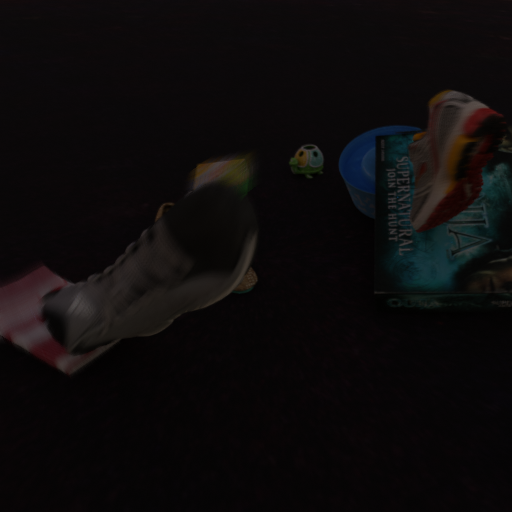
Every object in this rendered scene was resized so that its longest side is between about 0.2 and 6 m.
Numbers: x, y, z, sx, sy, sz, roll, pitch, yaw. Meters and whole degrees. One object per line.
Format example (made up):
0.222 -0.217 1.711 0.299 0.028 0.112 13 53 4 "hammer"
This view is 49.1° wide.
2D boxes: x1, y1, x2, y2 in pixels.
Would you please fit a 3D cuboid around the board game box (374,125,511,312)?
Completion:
3.468 -0.797 9.798 2.743 0.571 4.056 -2 48 14 "board game box"

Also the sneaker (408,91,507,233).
2.806 -1.344 8.357 0.993 2.552 1.049 -22 57 -19 "sneaker"

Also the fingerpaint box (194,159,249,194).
-0.743 -1.370 11.682 1.050 0.461 1.258 -6 53 13 "fingerpaint box"

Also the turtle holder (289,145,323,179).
1.182 -2.311 13.593 0.929 0.659 0.706 -7 33 -11 "turtle holder"

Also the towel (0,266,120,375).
-3.027 0.885 8.370 2.083 0.237 1.500 24 32 21 "towel"

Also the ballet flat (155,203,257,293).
-1.005 -0.249 10.055 2.682 0.876 0.946 29 36 36 "ballet flat"

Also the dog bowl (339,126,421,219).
3.614 -1.410 11.360 3.949 0.979 2.201 20 56 29 "dog bowl"

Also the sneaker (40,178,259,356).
-1.477 0.403 6.706 1.947 3.372 1.265 -21 74 -45 "sneaker"
